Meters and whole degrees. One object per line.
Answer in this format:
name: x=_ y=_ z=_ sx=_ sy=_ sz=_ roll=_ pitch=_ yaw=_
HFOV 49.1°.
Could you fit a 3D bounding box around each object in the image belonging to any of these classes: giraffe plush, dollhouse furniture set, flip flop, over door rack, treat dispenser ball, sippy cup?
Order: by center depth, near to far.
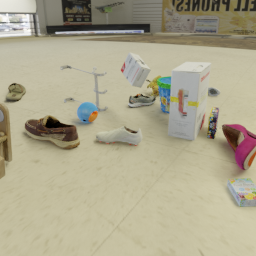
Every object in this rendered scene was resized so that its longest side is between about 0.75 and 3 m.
dollhouse furniture set: x=-4.677 y=0.368 z=7.573 sx=2.644 sy=2.266 sz=2.781 roll=19 pitch=29 yaw=18
treat dispenser ball: x=-1.734 y=-0.670 z=12.029 sx=0.902 sy=0.902 sz=0.902 roll=0 pitch=24 yaw=0
sippy cup: x=2.123 y=-1.525 z=13.167 sx=1.609 sy=1.502 sz=2.049 roll=16 pitch=28 yaw=34
over door rack: x=-2.062 y=-2.041 z=13.800 sx=2.616 sy=1.932 sz=0.871 roll=16 pitch=30 yaw=30
flip flop: x=-6.221 y=-2.091 z=15.417 sx=0.960 sy=0.681 sz=2.367 roll=-4 pitch=25 yaw=-9
giraffe plush: x=1.646 y=-2.247 z=15.617 sx=1.247 sy=1.076 sz=1.011 roll=4 pitch=44 yaw=-15

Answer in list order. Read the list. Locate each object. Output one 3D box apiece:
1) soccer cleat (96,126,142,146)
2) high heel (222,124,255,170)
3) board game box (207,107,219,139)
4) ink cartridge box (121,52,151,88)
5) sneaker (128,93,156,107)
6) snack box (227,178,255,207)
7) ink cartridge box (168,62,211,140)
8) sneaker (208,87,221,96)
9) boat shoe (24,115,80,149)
soccer cleat: x=-0.335 y=0.219 z=10.308 sx=1.753 sy=0.680 sz=0.608 roll=5 pitch=25 yaw=11
high heel: x=3.497 y=0.522 z=9.214 sx=1.438 sy=1.008 sz=2.991 roll=24 pitch=17 yaw=24
board game box: x=3.349 y=-0.212 z=10.984 sx=0.312 sy=0.909 sz=1.100 roll=8 pitch=26 yaw=19
ink cartridge box: x=0.315 y=-2.521 z=12.200 sx=0.549 sy=0.947 sz=1.312 roll=6 pitch=38 yaw=-35
sneaker: x=0.744 y=-1.448 z=14.086 sx=1.570 sy=0.622 sz=0.580 roll=-12 pitch=25 yaw=-28
snack box: x=3.153 y=1.711 z=7.524 sx=0.657 sy=0.245 sz=0.924 roll=-1 pitch=24 yaw=-2
ink cartridge box: x=2.404 y=-1.130 z=10.926 sx=1.090 sy=2.613 sz=1.897 roll=12 pitch=27 yaw=24
sneaker: x=4.655 y=-2.133 z=15.797 sx=1.248 sy=0.486 sz=0.620 roll=19 pitch=27 yaw=34
boat shoe: x=-2.915 y=-0.055 z=10.537 sx=2.723 sy=0.980 sz=0.982 roll=18 pitch=30 yaw=34
